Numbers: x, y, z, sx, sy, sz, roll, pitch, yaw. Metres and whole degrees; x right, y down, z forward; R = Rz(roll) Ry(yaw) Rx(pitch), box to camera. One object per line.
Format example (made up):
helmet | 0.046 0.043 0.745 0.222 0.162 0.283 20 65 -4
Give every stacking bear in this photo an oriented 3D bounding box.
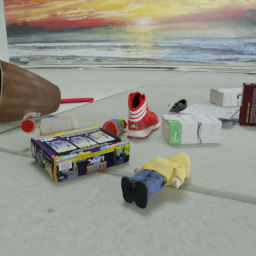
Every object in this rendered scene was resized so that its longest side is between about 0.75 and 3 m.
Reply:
stacking bear | -0.386 -0.050 9.824 0.637 0.597 1.050 8 13 25

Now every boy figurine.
boy figurine | 0.691 1.006 6.059 1.211 0.627 1.947 8 16 39

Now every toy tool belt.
toy tool belt | -2.372 0.099 8.852 1.737 1.084 1.067 1 -15 -7

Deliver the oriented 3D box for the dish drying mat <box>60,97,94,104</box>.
dish drying mat | -2.981 -1.514 15.398 2.136 0.194 0.820 -6 17 -16

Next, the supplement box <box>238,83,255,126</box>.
supplement box | 5.804 -0.823 10.525 2.947 1.604 0.897 6 17 18

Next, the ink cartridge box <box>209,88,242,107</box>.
ink cartridge box | 5.467 -1.655 14.823 1.809 0.760 1.310 -4 17 -14

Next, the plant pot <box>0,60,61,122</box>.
plant pot | -4.263 -1.345 11.620 2.657 2.483 2.483 5 9 -42

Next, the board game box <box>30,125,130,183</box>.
board game box | -1.272 0.584 7.433 2.079 0.590 1.719 -12 22 -34

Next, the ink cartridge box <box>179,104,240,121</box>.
ink cartridge box | 3.431 -0.543 11.668 2.023 0.411 2.019 10 19 31

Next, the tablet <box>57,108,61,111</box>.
tablet | -3.662 -0.839 13.305 0.606 0.064 0.931 6 17 21

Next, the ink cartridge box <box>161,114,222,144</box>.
ink cartridge box | 2.048 0.017 9.238 1.681 0.707 1.227 -1 16 -4

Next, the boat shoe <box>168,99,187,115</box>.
boat shoe | 2.269 -0.922 12.747 0.645 0.532 1.878 8 18 24

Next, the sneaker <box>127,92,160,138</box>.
sneaker | 0.627 -0.644 10.143 0.994 1.465 2.536 4 17 12
